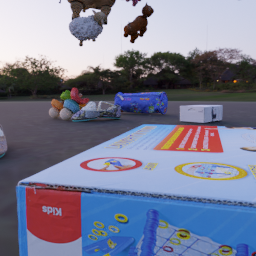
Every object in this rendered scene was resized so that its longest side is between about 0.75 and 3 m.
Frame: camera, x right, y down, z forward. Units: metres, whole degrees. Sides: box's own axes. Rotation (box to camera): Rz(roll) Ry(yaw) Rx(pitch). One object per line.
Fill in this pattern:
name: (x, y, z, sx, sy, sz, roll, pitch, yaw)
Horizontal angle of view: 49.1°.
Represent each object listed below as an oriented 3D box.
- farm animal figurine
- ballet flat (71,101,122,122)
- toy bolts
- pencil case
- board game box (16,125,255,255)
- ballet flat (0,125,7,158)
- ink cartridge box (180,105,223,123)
farm animal figurine: (-0.440, -3.126, 6.356, 2.250, 2.275, 1.186, -14, -19, -18)
ballet flat: (-1.262, -0.695, 11.344, 2.252, 0.810, 0.810, -5, 8, -36)
toy bolts: (-2.389, -0.724, 11.965, 1.791, 1.301, 1.875, 40, -18, -17)
pencil case: (0.635, -1.381, 15.088, 2.948, 1.150, 1.280, 3, -28, 23)
board game box: (0.967, 0.445, 1.985, 2.340, 0.668, 2.390, 1, 7, 16)
ballet flat: (-2.502, 0.141, 5.053, 0.570, 0.563, 1.676, -4, 8, -27)
ink cartridge box: (2.835, -0.567, 10.830, 1.065, 0.615, 1.468, 6, 9, 43)
